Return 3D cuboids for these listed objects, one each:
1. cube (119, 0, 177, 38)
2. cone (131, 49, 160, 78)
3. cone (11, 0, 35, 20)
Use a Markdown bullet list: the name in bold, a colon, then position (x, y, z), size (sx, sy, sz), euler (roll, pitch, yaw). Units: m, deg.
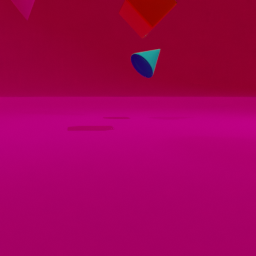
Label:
- **cube**: position (0.449, -2.882, 6.731), size (0.889, 0.889, 0.889), euler (-47, 11, -7)
- **cone**: position (0.849, -2.603, 10.349), size (1.071, 1.067, 1.067), euler (-45, 26, -19)
- **cone**: position (-3.408, -3.981, 9.244), size (0.902, 0.905, 0.902), euler (3, 48, -4)
